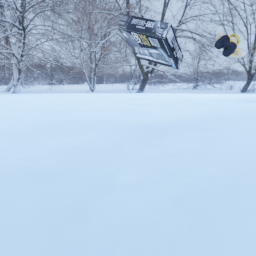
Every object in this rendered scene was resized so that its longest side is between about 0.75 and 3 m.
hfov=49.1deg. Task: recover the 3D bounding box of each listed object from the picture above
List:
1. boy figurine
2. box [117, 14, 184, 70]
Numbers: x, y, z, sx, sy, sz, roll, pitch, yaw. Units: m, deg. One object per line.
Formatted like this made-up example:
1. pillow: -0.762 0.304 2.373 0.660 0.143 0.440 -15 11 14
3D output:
1. boy figurine: 2.755 -2.232 7.541 0.463 0.894 1.437 -45 -6 35
2. box: 0.669 -2.280 7.530 1.369 0.432 1.736 22 -5 24
